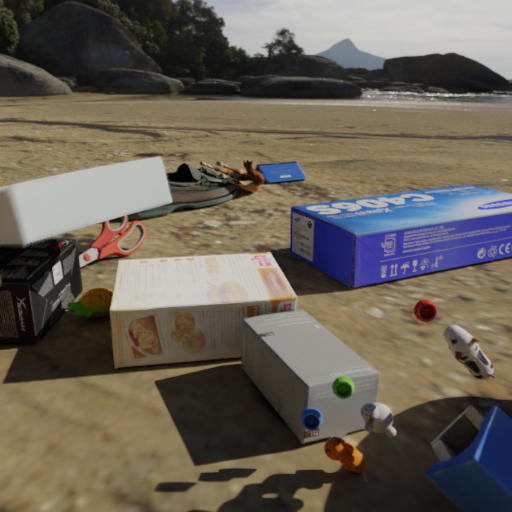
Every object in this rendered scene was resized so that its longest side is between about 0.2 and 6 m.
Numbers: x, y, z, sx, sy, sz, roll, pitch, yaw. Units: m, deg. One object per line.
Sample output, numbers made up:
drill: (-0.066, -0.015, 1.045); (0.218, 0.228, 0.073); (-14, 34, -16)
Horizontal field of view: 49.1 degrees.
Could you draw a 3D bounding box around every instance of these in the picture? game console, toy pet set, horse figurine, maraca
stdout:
game console: (0.583, -2.269, 16.103); (1.295, 0.766, 1.106); (-9, 53, -24)
toy pet set: (1.313, 1.329, 4.239); (1.404, 1.504, 0.799); (44, 6, 4)
horse figurine: (-0.538, -2.053, 14.447); (1.662, 0.626, 2.508); (13, 1, -34)
maraca: (-2.147, 0.642, 7.427); (0.495, 0.386, 0.721); (20, 25, 30)

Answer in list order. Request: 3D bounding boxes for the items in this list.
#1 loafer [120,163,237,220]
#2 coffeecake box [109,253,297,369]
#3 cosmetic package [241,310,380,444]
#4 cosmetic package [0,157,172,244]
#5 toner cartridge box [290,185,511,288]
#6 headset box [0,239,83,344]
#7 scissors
loafer: (-1.710, -1.650, 12.897); (1.222, 1.070, 3.402); (17, 25, 39)
coffeecake box: (-0.681, 0.597, 6.978); (2.083, 0.761, 1.599); (-3, 20, -9)
cosmetic package: (0.477, 1.144, 5.620); (0.802, 0.677, 1.501); (-5, 17, -25)
cosmetic package: (-2.548, -0.656, 6.924); (2.476, 0.640, 1.867); (0, 19, 45)
toner cartridge box: (2.864, -0.481, 9.826); (4.164, 0.899, 1.978); (-9, 21, -24)
headset box: (-3.696, 0.395, 7.397); (2.257, 0.872, 1.680); (0, 19, 2)
scissors: (-2.658, 0.024, 9.305); (0.169, 0.885, 2.420); (-24, 25, 39)
